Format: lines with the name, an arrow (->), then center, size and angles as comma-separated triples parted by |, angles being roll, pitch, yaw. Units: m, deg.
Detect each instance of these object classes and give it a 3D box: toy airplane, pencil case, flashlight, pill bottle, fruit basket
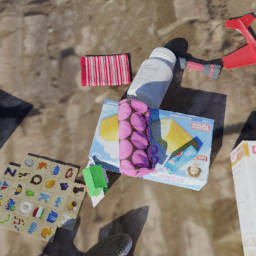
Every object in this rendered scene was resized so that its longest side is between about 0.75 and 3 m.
toy airplane -> 4.146, -2.880, 9.356 | 2.515, 0.463, 2.515 | 1, 65, -2
pencil case -> 0.206, 0.225, 6.730 | 0.879, 0.851, 1.876 | -2, 70, -1
flashlight -> 2.215, -1.935, 8.931 | 1.378, 0.467, 0.468 | 15, 67, 6
pill bottle -> 0.770, -1.491, 8.415 | 1.026, 1.026, 1.794 | 22, 67, 10
fruit basket -> -0.850, 1.390, 7.103 | 0.513, 1.095, 1.014 | -11, 65, -20

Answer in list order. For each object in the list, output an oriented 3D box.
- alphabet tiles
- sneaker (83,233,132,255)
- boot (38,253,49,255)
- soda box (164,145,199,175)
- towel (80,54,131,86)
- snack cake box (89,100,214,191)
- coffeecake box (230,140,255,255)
alphabet tiles -> -2.386, 1.801, 7.446 | 2.366, 0.075, 1.969 | 14, 66, 6
sneaker -> -0.633, 3.679, 6.139 | 2.638, 0.940, 1.483 | -36, 108, -43
boot -> -2.024, 4.015, 5.709 | 1.625, 0.781, 2.223 | 28, 84, 47
soda box -> 1.268, 0.767, 6.715 | 0.818, 0.263, 0.278 | -32, 71, -13
towel -> -0.746, -1.880, 9.061 | 1.587, 0.178, 1.148 | -3, 66, -2
snack cake box -> 0.633, 0.453, 7.538 | 2.989, 1.004, 1.719 | 11, 66, 5
coffeecake box -> 3.940, 1.819, 6.890 | 2.205, 1.050, 2.873 | 1, 66, 1
